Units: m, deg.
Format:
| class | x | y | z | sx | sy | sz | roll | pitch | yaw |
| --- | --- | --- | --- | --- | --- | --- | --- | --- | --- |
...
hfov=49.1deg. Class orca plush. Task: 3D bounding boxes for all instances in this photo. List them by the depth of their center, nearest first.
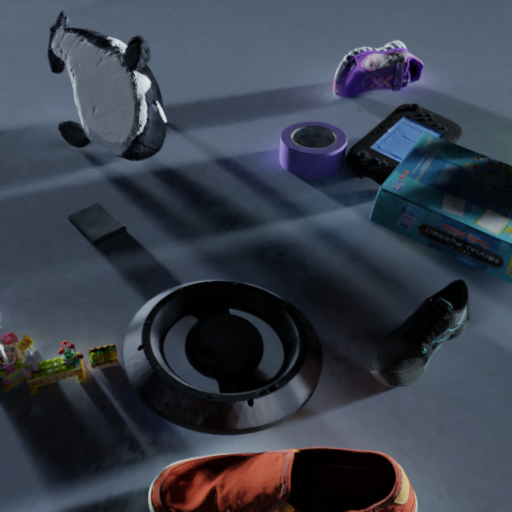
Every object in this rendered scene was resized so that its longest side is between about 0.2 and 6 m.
| class | x | y | z | sx | sy | sz | roll | pitch | yaw |
| --- | --- | --- | --- | --- | --- | --- | --- | --- | --- |
| orca plush | -3.056 | -3.380 | 12.105 | 4.877 | 1.734 | 2.566 | 33 | 95 | 37 |

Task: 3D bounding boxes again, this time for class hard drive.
| class | x | y | z | sx | sy | sz | roll | pitch | yaw |
| --- | --- | --- | --- | --- | --- | --- | --- | --- | --- |
| hard drive | -2.680 | -0.548 | 9.431 | 0.608 | 0.143 | 0.872 | -32 | 50 | -29 |

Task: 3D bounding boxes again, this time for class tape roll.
| class | x | y | z | sx | sy | sz | roll | pitch | yaw |
| --- | --- | --- | --- | --- | --- | --- | --- | --- | --- |
| tape roll | 1.099 | -2.077 | 10.883 | 1.285 | 0.546 | 1.285 | 0 | 40 | 0 |

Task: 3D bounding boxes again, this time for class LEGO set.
| class | x | y | z | sx | sy | sz | roll | pitch | yaw |
| --- | --- | --- | --- | --- | --- | --- | --- | --- | --- |
| LEGO set | -2.812 | 1.136 | 7.005 | 2.067 | 0.769 | 0.951 | 11 | 42 | 12 |

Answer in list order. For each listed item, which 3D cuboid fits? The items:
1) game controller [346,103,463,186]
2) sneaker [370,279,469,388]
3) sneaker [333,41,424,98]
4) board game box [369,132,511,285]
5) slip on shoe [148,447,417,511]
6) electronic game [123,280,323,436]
| class | x | y | z | sx | sy | sz | roll | pitch | yaw |
| --- | --- | --- | --- | --- | --- | --- | --- | --- | --- |
| game controller | 2.939 | -2.157 | 10.925 | 1.465 | 0.591 | 2.808 | 25 | 48 | 27 |
| sneaker | 2.141 | 0.944 | 7.267 | 0.708 | 0.745 | 1.879 | 34 | 53 | 31 |
| sneaker | 2.943 | -4.254 | 13.097 | 2.604 | 1.047 | 1.151 | -27 | 55 | -29 |
| board game box | 3.583 | -0.752 | 8.935 | 2.886 | 0.677 | 2.178 | 27 | 47 | 18 |
| slip on shoe | 0.216 | 2.294 | 5.553 | 2.677 | 0.819 | 0.992 | -2 | 39 | 10 |
| electronic game | -0.406 | 1.168 | 7.136 | 2.526 | 0.526 | 2.526 | 5 | 38 | -4 |
